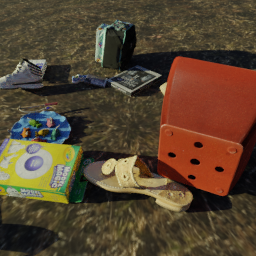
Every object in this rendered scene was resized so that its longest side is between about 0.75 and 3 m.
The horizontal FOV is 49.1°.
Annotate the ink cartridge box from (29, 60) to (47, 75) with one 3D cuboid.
[{"bbox_3d":[-4.388,-2.625,13.015,0.918,0.362,1.845,-1,38,-2],"label":"ink cartridge box"}]

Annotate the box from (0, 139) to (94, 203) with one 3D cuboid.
[{"bbox_3d":[-2.472,1.202,8.004,2.779,0.672,1.631,6,46,5],"label":"box"}]

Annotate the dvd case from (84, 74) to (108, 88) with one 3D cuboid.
[{"bbox_3d":[-1.411,-2.120,12.473,0.947,0.076,0.704,15,40,0],"label":"dvd case"}]

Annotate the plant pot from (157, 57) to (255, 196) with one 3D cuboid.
[{"bbox_3d":[2.172,0.091,7.751,2.865,2.867,2.527,16,44,18],"label":"plant pot"}]

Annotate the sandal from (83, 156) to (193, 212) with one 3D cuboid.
[{"bbox_3d":[0.303,1.195,7.551,3.077,1.012,1.128,18,36,12],"label":"sandal"}]

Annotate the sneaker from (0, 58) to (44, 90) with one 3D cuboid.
[{"bbox_3d":[-4.660,-2.273,11.636,2.167,1.247,0.818,-4,21,-18],"label":"sneaker"}]

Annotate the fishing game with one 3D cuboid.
[{"bbox_3d":[-3.023,0.020,9.590,2.066,0.449,2.886,-10,46,-15],"label":"fishing game"}]

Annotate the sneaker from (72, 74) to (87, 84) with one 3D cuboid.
[{"bbox_3d":[-2.111,-2.247,12.575,0.840,0.324,0.318,-24,43,-28],"label":"sneaker"}]

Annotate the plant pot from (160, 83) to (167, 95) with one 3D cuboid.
[{"bbox_3d":[2.222,-1.398,10.714,1.717,1.153,1.717,-23,1,0],"label":"plant pot"}]

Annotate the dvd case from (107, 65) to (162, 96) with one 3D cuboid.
[{"bbox_3d":[0.290,-2.156,12.522,1.520,0.250,2.023,31,48,33],"label":"dvd case"}]

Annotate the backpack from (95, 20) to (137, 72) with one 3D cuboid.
[{"bbox_3d":[-0.530,-4.049,13.424,1.803,2.067,2.352,18,38,16],"label":"backpack"}]
